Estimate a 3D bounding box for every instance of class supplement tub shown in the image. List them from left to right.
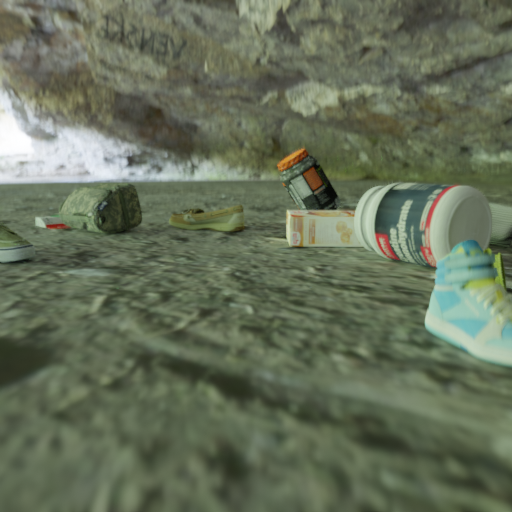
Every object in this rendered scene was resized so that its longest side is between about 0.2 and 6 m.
[{"bbox_3d":[1.394,-1.884,15.030,1.111,1.813,1.111,-31,13,8],"label":"supplement tub"},{"bbox_3d":[3.053,-0.585,10.412,1.519,1.519,2.165,-7,12,-33],"label":"supplement tub"}]

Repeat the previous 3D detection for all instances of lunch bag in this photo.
[{"bbox_3d":[-4.173,-1.204,14.957,1.827,1.273,1.533,8,26,37],"label":"lunch bag"}]

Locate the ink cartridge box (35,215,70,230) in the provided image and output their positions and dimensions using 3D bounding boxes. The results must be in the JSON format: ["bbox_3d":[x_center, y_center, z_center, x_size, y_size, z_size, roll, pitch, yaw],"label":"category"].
[{"bbox_3d":[-5.725,-0.989,16.300,0.979,0.305,1.216,-9,12,-40],"label":"ink cartridge box"}]

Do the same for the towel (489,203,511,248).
[{"bbox_3d":[5.346,-0.711,12.722,1.186,0.508,0.982,15,55,41],"label":"towel"}]

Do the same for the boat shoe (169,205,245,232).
[{"bbox_3d":[-1.381,-1.094,15.542,2.334,0.734,0.851,6,12,30],"label":"boat shoe"}]

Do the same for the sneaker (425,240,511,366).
[{"bbox_3d":[2.418,0.433,5.799,0.676,1.110,1.700,-4,11,-25],"label":"sneaker"}]

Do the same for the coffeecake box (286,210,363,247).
[{"bbox_3d":[1.737,-0.659,13.087,1.999,0.730,1.535,0,10,0],"label":"coffeecake box"}]

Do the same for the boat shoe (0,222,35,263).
[{"bbox_3d":[-5.257,-0.326,11.173,2.373,0.736,0.854,7,12,36],"label":"boat shoe"}]

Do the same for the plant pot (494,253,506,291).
[{"bbox_3d":[3.456,0.276,8.494,0.544,0.592,0.592,-7,6,27],"label":"plant pot"}]
